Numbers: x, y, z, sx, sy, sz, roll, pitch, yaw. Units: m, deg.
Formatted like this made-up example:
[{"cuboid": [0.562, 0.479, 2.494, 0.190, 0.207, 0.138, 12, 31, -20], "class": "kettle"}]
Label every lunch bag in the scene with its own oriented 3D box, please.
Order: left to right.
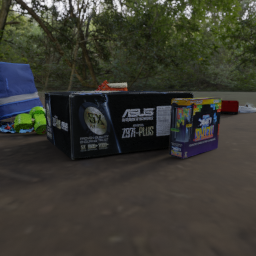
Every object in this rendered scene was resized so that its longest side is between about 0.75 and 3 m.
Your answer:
[{"cuboid": [-3.898, -0.911, 8.594, 1.807, 1.760, 2.660, -13, 8, 13], "class": "lunch bag"}]

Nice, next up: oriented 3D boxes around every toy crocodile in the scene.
[{"cuboid": [-2.011, -0.159, 7.589, 2.020, 0.624, 0.682, -5, 51, -36], "class": "toy crocodile"}]

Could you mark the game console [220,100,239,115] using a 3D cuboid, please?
[{"cuboid": [4.199, -0.910, 12.057, 1.050, 0.623, 0.905, 4, 10, 21], "class": "game console"}]

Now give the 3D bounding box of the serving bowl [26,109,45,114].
[{"cuboid": [-3.561, -0.542, 10.713, 0.962, 0.316, 0.962, -1, 10, 0], "class": "serving bowl"}]

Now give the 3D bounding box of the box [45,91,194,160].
[{"cuboid": [-0.270, -0.236, 6.133, 2.641, 1.137, 2.162, -4, 9, -26], "class": "box"}]

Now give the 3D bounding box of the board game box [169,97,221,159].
[{"cuboid": [1.296, -0.047, 5.295, 1.251, 1.034, 0.355, -9, 13, -44], "class": "board game box"}]

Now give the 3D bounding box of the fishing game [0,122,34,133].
[{"cuboid": [-3.098, -0.059, 7.949, 1.648, 0.256, 1.180, -7, 14, -37], "class": "fishing game"}]

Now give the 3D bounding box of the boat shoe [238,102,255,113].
[{"cuboid": [5.476, -0.948, 12.773, 1.099, 0.468, 0.406, -3, 10, -20], "class": "boat shoe"}]

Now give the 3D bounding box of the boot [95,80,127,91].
[{"cuboid": [-1.223, -1.160, 11.100, 2.677, 1.435, 1.004, -6, 17, -16], "class": "boot"}]
